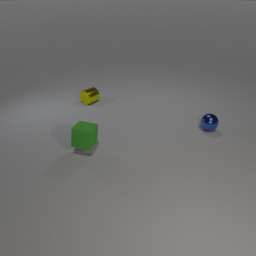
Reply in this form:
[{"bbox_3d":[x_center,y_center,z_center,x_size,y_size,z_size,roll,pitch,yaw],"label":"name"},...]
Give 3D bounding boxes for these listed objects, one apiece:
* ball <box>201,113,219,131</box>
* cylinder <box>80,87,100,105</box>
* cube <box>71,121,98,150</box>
[{"bbox_3d":[3.237,-0.229,11.106,0.700,0.700,0.700,0,28,0],"label":"ball"},{"bbox_3d":[-1.854,-1.552,13.568,0.700,0.700,0.700,20,34,33],"label":"cylinder"},{"bbox_3d":[-1.457,0.246,9.468,0.700,0.700,0.700,11,25,10],"label":"cube"}]
